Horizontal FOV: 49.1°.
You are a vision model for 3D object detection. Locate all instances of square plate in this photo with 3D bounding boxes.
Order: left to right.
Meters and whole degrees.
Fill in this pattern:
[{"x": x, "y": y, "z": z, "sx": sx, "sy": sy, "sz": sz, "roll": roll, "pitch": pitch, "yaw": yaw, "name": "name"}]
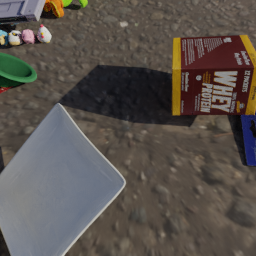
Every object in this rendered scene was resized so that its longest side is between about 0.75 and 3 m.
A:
[{"x": -1.524, "y": 1.191, "z": 5.466, "sx": 2.621, "sy": 0.376, "sz": 2.646, "roll": -50, "pitch": 53, "yaw": 5, "name": "square plate"}]

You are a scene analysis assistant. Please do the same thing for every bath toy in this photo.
[{"x": -3.433, "y": -3.106, "z": 9.386, "sx": 1.635, "sy": 0.604, "sz": 0.711, "roll": -7, "pitch": 54, "yaw": -6, "name": "bath toy"}]

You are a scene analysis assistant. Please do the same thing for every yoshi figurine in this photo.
[{"x": -2.191, "y": -5.287, "z": 10.887, "sx": 2.474, "sy": 1.390, "sz": 1.385, "roll": -52, "pitch": 27, "yaw": -16, "name": "yoshi figurine"}]

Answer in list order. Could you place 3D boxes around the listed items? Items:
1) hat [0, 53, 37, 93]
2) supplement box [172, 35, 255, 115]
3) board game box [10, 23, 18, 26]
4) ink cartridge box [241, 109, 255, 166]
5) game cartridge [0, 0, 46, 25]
[{"x": -3.780, "y": -1.221, "z": 8.251, "sx": 1.731, "sy": 1.524, "sz": 1.434, "roll": 0, "pitch": 41, "yaw": -51, "name": "hat"}, {"x": 2.132, "y": -1.386, "z": 7.201, "sx": 1.963, "sy": 1.303, "sz": 1.936, "roll": 0, "pitch": 38, "yaw": 10, "name": "supplement box"}, {"x": -4.322, "y": -4.202, "z": 10.311, "sx": 0.430, "sy": 0.422, "sz": 0.820, "roll": -31, "pitch": 59, "yaw": -21, "name": "board game box"}, {"x": 4.077, "y": -0.004, "z": 7.063, "sx": 2.213, "sy": 0.520, "sz": 2.187, "roll": 6, "pitch": 58, "yaw": 1, "name": "ink cartridge box"}, {"x": -4.244, "y": -4.361, "z": 9.860, "sx": 2.638, "sy": 0.506, "sz": 1.710, "roll": -1, "pitch": 64, "yaw": 10, "name": "game cartridge"}]
